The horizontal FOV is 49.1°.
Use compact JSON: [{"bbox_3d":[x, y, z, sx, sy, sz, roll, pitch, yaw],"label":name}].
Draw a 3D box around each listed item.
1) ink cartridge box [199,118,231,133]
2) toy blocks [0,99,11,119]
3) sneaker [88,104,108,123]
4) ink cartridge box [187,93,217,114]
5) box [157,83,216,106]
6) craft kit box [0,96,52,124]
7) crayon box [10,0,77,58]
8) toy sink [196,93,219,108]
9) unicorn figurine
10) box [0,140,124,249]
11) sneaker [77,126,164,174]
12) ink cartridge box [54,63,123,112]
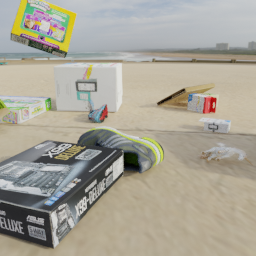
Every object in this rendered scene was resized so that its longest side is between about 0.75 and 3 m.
[{"bbox_3d":[2.928,-0.096,9.508,0.964,0.327,0.559,9,18,28],"label":"ink cartridge box"},{"bbox_3d":[-5.040,-0.525,9.294,1.651,1.207,2.415,-41,39,-19],"label":"toy blocks"},{"bbox_3d":[-1.176,-0.603,10.882,0.668,0.555,1.399,1,16,9],"label":"sneaker"},{"bbox_3d":[3.187,-1.049,12.102,0.414,0.716,1.232,-12,20,-35],"label":"ink cartridge box"},{"bbox_3d":[2.773,-1.587,13.367,2.287,0.243,1.869,-15,-8,-39],"label":"box"},{"bbox_3d":[-4.988,-0.826,11.599,2.703,0.656,2.670,3,14,11],"label":"craft kit box"},{"bbox_3d":[-3.007,-3.674,10.118,1.962,1.693,0.572,15,-19,-20],"label":"crayon box"},{"bbox_3d":[3.586,-1.294,13.089,1.138,0.638,0.742,-12,20,-37],"label":"toy sink"},{"bbox_3d":[2.334,0.632,6.825,0.778,0.418,1.133,-12,20,-36],"label":"unicorn figurine"},{"bbox_3d":[-1.462,0.975,5.223,2.002,0.632,2.539,6,18,22],"label":"box"},{"bbox_3d":[-0.337,0.520,6.598,2.244,0.829,0.908,7,21,28],"label":"sneaker"},{"bbox_3d":[-1.678,-1.892,12.709,2.693,1.966,1.975,2,18,5],"label":"ink cartridge box"}]
